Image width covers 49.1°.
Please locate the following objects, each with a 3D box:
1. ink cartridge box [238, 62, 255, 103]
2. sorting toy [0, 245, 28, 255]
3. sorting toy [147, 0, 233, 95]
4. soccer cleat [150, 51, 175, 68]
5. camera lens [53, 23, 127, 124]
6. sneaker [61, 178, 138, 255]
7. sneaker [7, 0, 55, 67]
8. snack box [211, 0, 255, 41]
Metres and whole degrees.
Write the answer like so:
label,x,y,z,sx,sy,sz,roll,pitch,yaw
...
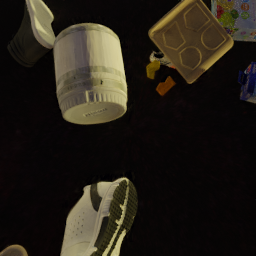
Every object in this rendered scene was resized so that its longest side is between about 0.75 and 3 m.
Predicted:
label,x,y,z,sx,sy,sz,roll,pitch,yaw
ink cartridge box,4.003,-1.270,8.305,1.550,0.592,1.057,15,73,7
sorting toy,-2.857,4.374,5.751,2.669,0.526,2.884,-38,60,12
sorting toy,1.581,-2.396,8.428,2.753,0.369,2.051,-42,101,-2
soccer cleat,1.247,-2.130,8.618,1.143,0.487,0.392,8,73,3
camera lens,-1.031,-1.468,7.681,1.866,1.866,2.333,-8,74,-3
sneaker,-0.751,2.210,5.104,1.126,1.038,2.816,-7,41,35
sneaker,-3.070,-3.027,8.624,1.411,1.006,2.844,-35,50,20
snack box,3.755,-3.687,9.013,1.995,0.675,1.683,4,72,1
